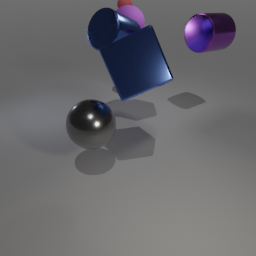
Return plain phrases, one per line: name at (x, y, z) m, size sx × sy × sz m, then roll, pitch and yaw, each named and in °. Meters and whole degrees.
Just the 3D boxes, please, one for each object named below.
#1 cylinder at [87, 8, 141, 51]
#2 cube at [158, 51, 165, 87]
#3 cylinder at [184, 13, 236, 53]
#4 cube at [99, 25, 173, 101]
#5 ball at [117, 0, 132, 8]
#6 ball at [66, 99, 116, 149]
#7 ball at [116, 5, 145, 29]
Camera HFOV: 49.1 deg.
cylinder at (-0.448, -3.276, 9.782) m, size 1.400 × 1.400 × 1.400 m, roll 22°, pitch 14°, yaw 33°
cube at (0.471, -2.347, 11.009) m, size 1.400 × 1.400 × 1.400 m, roll -6°, pitch -8°, yaw 44°
cylinder at (3.132, -3.653, 10.727) m, size 1.400 × 1.400 × 1.400 m, roll -18°, pitch 34°, yaw -35°
cube at (0.277, -1.681, 7.386) m, size 1.400 × 1.400 × 1.400 m, roll -22°, pitch 10°, yaw 12°
ball at (-0.149, -5.750, 13.006) m, size 0.700 × 0.700 × 0.700 m, roll 0°, pitch 30°, yaw 0°
ball at (-1.028, -0.103, 7.833) m, size 1.400 × 1.400 × 1.400 m, roll 0°, pitch 30°, yaw 0°
ball at (0.010, -4.469, 11.916) m, size 1.400 × 1.400 × 1.400 m, roll 0°, pitch 30°, yaw 0°
